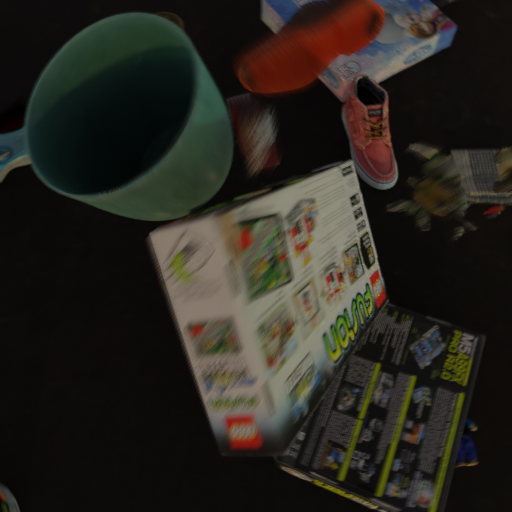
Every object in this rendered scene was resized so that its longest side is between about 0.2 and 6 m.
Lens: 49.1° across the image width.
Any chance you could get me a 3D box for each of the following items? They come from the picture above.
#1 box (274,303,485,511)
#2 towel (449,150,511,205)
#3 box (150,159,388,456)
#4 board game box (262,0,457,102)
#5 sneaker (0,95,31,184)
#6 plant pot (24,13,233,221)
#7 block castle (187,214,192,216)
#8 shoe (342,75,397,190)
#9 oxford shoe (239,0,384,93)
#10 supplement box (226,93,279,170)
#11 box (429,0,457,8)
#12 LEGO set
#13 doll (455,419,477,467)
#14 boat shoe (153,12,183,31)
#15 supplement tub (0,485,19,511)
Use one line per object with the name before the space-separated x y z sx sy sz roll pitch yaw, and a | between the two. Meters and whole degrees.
box | 1.833 2.128 8.192 2.285 0.631 2.853 18 64 14
towel | 4.241 -1.490 10.411 1.163 0.209 1.208 1 63 1
box | 0.519 0.232 6.546 0.700 4.034 2.220 -11 100 29
board game box | 2.138 -5.010 11.976 2.945 0.642 2.959 -31 67 -14
sneaker | -4.993 -1.938 10.023 1.129 1.295 2.880 39 69 18
plant pot | -1.648 -1.820 8.638 2.812 2.256 2.812 -6 74 20
block castle | -0.597 0.499 8.703 0.999 1.424 2.130 -12 62 -3
shoe | 2.134 -2.324 10.410 0.758 0.965 2.122 -11 63 -6
oxford shoe | 0.736 -3.341 8.747 2.459 0.875 0.892 -28 55 -10
supplement box | -0.074 -2.097 9.344 0.469 0.839 1.541 -16 30 -5
box | 3.799 -6.241 12.588 1.205 0.689 1.323 -25 65 -14
LEGO set | 3.013 -1.001 8.342 0.684 1.568 2.414 -37 32 -27
doll | 2.965 2.641 8.277 0.596 0.212 0.873 -5 63 -3
boat shoe | -1.885 -3.401 11.041 0.945 0.887 2.625 8 80 1
supplement tub | -3.917 3.334 6.762 1.385 2.261 1.385 0 64 0
